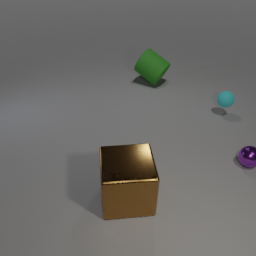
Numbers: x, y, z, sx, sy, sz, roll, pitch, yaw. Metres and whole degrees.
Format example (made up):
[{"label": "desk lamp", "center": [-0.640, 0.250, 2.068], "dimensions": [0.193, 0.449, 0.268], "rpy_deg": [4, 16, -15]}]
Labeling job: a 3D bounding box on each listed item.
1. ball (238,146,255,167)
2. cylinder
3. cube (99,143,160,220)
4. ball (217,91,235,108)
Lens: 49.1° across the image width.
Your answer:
[{"label": "ball", "center": [3.917, 0.917, 9.006], "dimensions": [0.700, 0.700, 0.700], "rpy_deg": [0, 31, 0]}, {"label": "cylinder", "center": [1.275, -3.230, 14.791], "dimensions": [1.400, 1.400, 1.400], "rpy_deg": [39, 40, 4]}, {"label": "cube", "center": [-0.017, 1.405, 7.484], "dimensions": [1.400, 1.400, 1.400], "rpy_deg": [-3, 37, -6]}, {"label": "ball", "center": [4.129, -1.210, 11.815], "dimensions": [0.700, 0.700, 0.700], "rpy_deg": [0, 31, 0]}]
